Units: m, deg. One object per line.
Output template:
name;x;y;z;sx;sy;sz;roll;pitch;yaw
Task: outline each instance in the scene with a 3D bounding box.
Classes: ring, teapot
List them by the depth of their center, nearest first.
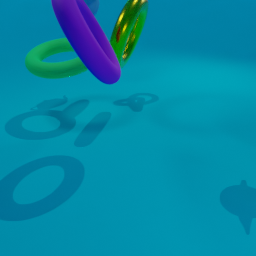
ring;-0.714;-1.672;5.134;0.386;1.930;1.930;-28;25;11
ring;-0.002;-2.465;7.321;0.401;2.005;2.005;25;31;4
ring;-1.786;-1.947;7.648;2.008;0.402;2.008;-3;39;3
teapot;-1.364;-3.940;8.791;0.749;0.951;1.529;14;25;36
